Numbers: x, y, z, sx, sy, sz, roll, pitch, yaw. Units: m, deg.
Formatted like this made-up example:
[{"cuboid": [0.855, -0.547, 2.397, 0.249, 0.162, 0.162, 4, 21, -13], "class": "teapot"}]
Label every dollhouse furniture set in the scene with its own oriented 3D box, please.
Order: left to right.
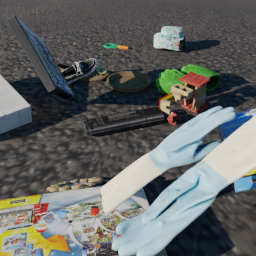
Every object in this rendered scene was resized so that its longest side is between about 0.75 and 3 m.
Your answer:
[{"cuboid": [1.652, -0.863, 8.773, 2.010, 1.082, 0.818, -30, 43, -30], "class": "dollhouse furniture set"}]

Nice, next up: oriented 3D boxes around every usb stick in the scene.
[{"cuboid": [-0.077, -0.207, 8.289, 2.480, 0.404, 0.688, -11, 39, -17], "class": "usb stick"}]

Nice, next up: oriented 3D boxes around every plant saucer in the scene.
[{"cuboid": [0.053, -1.808, 10.964, 1.753, 0.258, 1.753, 0, 31, 0], "class": "plant saucer"}]

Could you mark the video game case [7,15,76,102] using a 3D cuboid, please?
[{"cuboid": [-2.474, -1.941, 8.415, 0.295, 2.311, 2.088, -31, -4, 2], "class": "video game case"}]

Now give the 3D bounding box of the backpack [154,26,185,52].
[{"cuboid": [2.159, -4.683, 14.739, 1.623, 1.222, 1.441, 4, 31, 15], "class": "backpack"}]

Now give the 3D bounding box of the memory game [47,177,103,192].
[{"cuboid": [-1.078, 1.155, 5.804, 1.177, 0.075, 1.177, -8, -3, 0], "class": "memory game"}]

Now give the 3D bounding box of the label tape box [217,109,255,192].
[{"cuboid": [2.269, 0.386, 5.117, 0.988, 1.379, 0.456, -16, 17, 9], "class": "label tape box"}]

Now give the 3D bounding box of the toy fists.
[{"cuboid": [2.172, -1.732, 10.321, 2.516, 0.865, 1.282, -19, 44, -30], "class": "toy fists"}]

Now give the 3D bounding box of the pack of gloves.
[{"cuboid": [0.904, 0.733, 4.276, 2.817, 0.556, 2.366, -38, 16, 1], "class": "pack of gloves"}]

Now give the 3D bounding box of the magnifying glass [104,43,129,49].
[{"cuboid": [-0.639, -4.431, 15.257, 1.425, 0.160, 0.567, 11, 34, 20], "class": "magnifying glass"}]

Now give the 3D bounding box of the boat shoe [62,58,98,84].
[{"cuboid": [-1.947, -2.297, 10.909, 1.647, 0.562, 0.608, -25, 74, -6], "class": "boat shoe"}]

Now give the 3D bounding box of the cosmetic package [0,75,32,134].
[{"cuboid": [-4.543, -0.809, 8.398, 2.075, 0.711, 2.752, -26, 55, -38], "class": "cosmetic package"}]

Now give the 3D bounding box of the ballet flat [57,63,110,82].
[{"cuboid": [-2.012, -2.341, 11.470, 2.588, 0.600, 0.872, 4, 34, 7], "class": "ballet flat"}]

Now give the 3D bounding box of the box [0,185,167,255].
[{"cuboid": [-0.919, 1.907, 4.784, 2.821, 0.532, 1.927, -6, 33, -10], "class": "box"}]
